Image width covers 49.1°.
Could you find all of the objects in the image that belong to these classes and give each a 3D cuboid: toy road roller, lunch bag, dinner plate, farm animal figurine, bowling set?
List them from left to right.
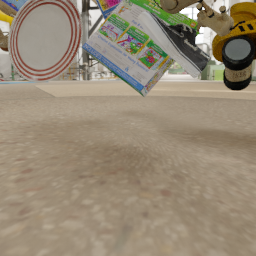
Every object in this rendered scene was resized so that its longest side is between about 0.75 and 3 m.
[{"bbox_3d":[-3.376,-2.948,8.448,2.547,1.773,1.367,-31,60,-31],"label":"bowling set"},{"bbox_3d":[-2.404,-3.249,6.451,1.419,1.069,0.668,35,16,-15],"label":"lunch bag"},{"bbox_3d":[-1.828,-2.009,6.326,0.249,2.050,2.050,33,27,25],"label":"dinner plate"},{"bbox_3d":[1.431,-2.662,5.505,1.967,1.989,1.037,5,-11,35],"label":"farm animal figurine"},{"bbox_3d":[3.788,-2.421,7.691,2.853,2.083,1.753,-6,-19,19],"label":"toy road roller"}]

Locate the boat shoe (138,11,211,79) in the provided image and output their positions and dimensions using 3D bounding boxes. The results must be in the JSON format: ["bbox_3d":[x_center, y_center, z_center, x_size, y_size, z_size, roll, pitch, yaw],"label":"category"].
[{"bbox_3d":[1.067,-1.828,5.828,2.148,0.728,0.770,29,20,-40],"label":"boat shoe"}]

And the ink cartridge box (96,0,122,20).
[{"bbox_3d":[0.043,-3.276,9.367,1.007,2.639,1.800,-18,24,15],"label":"ink cartridge box"}]

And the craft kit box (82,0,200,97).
[{"bbox_3d":[0.283,-2.232,7.082,2.170,2.143,0.526,41,2,22],"label":"craft kit box"}]
